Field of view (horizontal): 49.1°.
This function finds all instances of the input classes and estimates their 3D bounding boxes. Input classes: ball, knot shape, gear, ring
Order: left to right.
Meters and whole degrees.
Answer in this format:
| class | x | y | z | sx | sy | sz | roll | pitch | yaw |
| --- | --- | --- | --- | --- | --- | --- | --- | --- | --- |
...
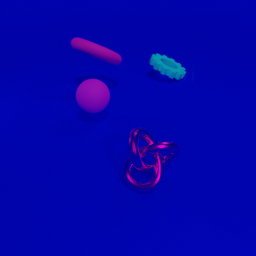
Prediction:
| class | x | y | z | sx | sy | sz | roll | pitch | yaw |
| --- | --- | --- | --- | --- | --- | --- | --- | --- | --- |
| ball | -1.008 | -0.917 | 8.062 | 0.968 | 0.968 | 0.968 | 0 | 31 | 0 |
| ring | -1.107 | -2.689 | 9.878 | 1.855 | 0.371 | 1.855 | 21 | 9 | -3 |
| knot shape | 0.523 | 0.631 | 5.877 | 1.252 | 1.338 | 0.618 | -8 | 15 | -23 |
| gear | 1.619 | -2.507 | 11.397 | 1.504 | 0.278 | 1.504 | 19 | 33 | -13 |
